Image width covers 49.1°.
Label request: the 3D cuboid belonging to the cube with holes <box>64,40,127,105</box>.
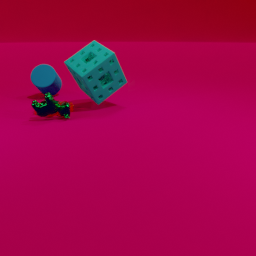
[{"bbox_3d":[-1.133,-1.979,9.982,1.365,1.365,1.365,-39,49,-10],"label":"cube with holes"}]

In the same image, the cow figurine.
[{"bbox_3d":[-2.369,-0.587,8.833,1.062,1.045,0.583,-30,26,0],"label":"cow figurine"}]

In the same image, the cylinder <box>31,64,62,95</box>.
[{"bbox_3d":[-3.429,-2.008,11.829,1.038,1.038,1.038,1,-13,2],"label":"cylinder"}]

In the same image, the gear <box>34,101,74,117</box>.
[{"bbox_3d":[-2.588,-0.687,9.790,1.329,0.246,1.329,0,19,0],"label":"gear"}]
